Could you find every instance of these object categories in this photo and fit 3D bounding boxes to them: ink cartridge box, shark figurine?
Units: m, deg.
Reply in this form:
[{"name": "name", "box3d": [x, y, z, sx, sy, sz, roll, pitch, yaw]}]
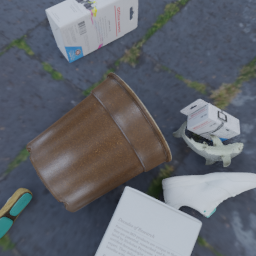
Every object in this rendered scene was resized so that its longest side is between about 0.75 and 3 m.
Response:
[{"name": "ink cartridge box", "box3d": [2.237, -0.150, 7.732, 1.469, 0.851, 0.490, 23, 57, -22]}, {"name": "ink cartridge box", "box3d": [-1.078, -3.599, 9.321, 2.838, 1.634, 0.963, -31, 68, -14]}, {"name": "shark figurine", "box3d": [2.118, 0.655, 7.773, 1.962, 0.819, 1.173, 18, 47, 9]}]

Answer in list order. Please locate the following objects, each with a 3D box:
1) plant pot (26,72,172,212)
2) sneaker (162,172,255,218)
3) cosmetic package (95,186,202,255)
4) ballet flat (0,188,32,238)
[{"name": "plant pot", "box3d": [-0.800, 0.473, 6.970, 2.669, 2.696, 2.696, -34, 69, -6]}, {"name": "sneaker", "box3d": [2.180, 1.734, 7.268, 2.498, 0.940, 1.105, -7, 76, 4]}, {"name": "cosmetic package", "box3d": [0.365, 2.581, 6.101, 1.688, 1.699, 2.030, 23, 78, 11]}, {"name": "ballet flat", "box3d": [-3.113, 2.222, 7.216, 0.491, 0.534, 1.557, 19, 59, 40]}]
